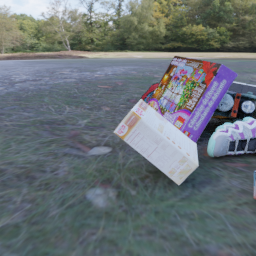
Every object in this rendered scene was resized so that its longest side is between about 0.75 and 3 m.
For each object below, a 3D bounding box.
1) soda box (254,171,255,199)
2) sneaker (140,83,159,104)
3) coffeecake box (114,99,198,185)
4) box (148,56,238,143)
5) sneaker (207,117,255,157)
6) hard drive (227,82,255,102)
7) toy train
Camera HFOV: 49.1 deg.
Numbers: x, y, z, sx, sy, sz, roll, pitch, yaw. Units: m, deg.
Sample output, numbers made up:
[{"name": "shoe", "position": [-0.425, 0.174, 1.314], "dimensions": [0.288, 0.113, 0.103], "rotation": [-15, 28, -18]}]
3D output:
[{"name": "soda box", "position": [2.652, 0.853, 4.378], "dimensions": [1.367, 0.468, 0.435], "rotation": [-5, 8, -18]}, {"name": "sneaker", "position": [0.983, -1.315, 10.980], "dimensions": [0.523, 1.095, 0.434], "rotation": [29, 31, -35]}, {"name": "coffeecake box", "position": [0.543, 0.189, 5.012], "dimensions": [1.407, 0.514, 1.080], "rotation": [39, 20, -1]}, {"name": "box", "position": [1.537, -0.934, 7.801], "dimensions": [0.562, 1.968, 2.875], "rotation": [25, 10, -19]}, {"name": "sneaker", "position": [2.660, 0.323, 5.942], "dimensions": [1.809, 0.703, 1.265], "rotation": [-23, 34, -31]}, {"name": "hard drive", "position": [4.571, -1.083, 9.271], "dimensions": [2.684, 0.508, 1.875], "rotation": [1, 16, -36]}, {"name": "toy train", "position": [2.754, -0.569, 7.848], "dimensions": [1.239, 0.927, 2.175], "rotation": [12, 3, 6]}]
